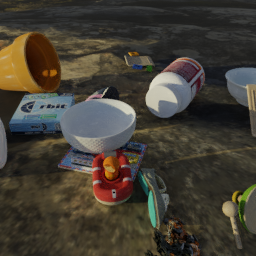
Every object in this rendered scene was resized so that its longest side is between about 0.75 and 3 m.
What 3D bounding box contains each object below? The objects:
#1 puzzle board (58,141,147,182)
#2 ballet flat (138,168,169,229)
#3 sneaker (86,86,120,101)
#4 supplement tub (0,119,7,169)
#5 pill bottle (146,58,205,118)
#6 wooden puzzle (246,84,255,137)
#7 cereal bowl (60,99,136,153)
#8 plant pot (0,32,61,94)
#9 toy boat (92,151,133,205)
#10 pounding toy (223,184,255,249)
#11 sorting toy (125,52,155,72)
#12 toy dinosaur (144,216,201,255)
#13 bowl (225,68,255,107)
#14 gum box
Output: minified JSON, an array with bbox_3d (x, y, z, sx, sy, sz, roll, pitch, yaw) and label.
[{"bbox_3d":[-0.708,0.801,8.481,2.277,0.198,1.716,8,33,13],"label":"puzzle board"},{"bbox_3d":[0.703,1.611,6.824,0.583,0.617,1.831,-2,32,-11],"label":"ballet flat"},{"bbox_3d":[-1.369,-0.628,10.350,1.075,0.919,2.620,-9,25,41],"label":"sneaker"},{"bbox_3d":[-4.766,0.496,7.604,2.499,1.648,1.648,-7,33,-12],"label":"supplement tub"},{"bbox_3d":[1.834,-1.574,10.872,1.626,1.626,2.879,16,35,24],"label":"pill bottle"},{"bbox_3d":[5.245,-0.582,9.816,1.993,0.401,2.155,2,66,3],"label":"wooden puzzle"},{"bbox_3d":[-0.865,0.027,8.607,2.275,0.947,2.275,-2,34,1],"label":"cereal bowl"},{"bbox_3d":[-4.536,-2.585,12.018,2.309,2.522,2.522,-7,30,18],"label":"plant pot"},{"bbox_3d":[-0.405,1.118,7.068,1.012,1.014,1.551,-5,47,-5],"label":"toy boat"},{"bbox_3d":[2.629,1.813,6.316,1.441,1.112,0.669,-22,13,-25],"label":"pounding toy"},{"bbox_3d":[0.607,-3.549,15.208,1.502,0.363,2.667,0,32,-8],"label":"sorting toy"},{"bbox_3d":[1.022,2.405,5.477,1.139,0.857,1.678,7,8,-20],"label":"toy dinosaur"},{"bbox_3d":[5.099,-1.551,11.366,2.371,1.066,2.371,-1,33,0],"label":"bowl"},{"bbox_3d":[-3.054,-0.589,10.357,1.939,0.508,2.282,-1,32,-3],"label":"gum box"}]
